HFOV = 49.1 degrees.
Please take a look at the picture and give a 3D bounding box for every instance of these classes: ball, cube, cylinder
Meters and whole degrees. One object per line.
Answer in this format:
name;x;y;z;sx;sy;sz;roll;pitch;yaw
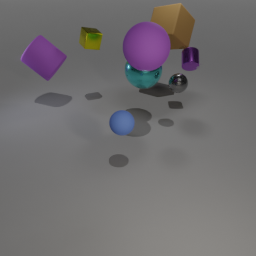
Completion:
ball;0.572;-2.162;10.385;1.400;1.400;1.400;0;28;0
ball;0.543;-2.387;8.248;1.400;1.400;1.400;0;28;0
ball;-0.170;-0.143;7.753;0.700;0.700;0.700;0;28;0
cube;-1.566;-3.742;11.715;0.700;0.700;0.700;-5;38;-31
cylinder;-3.614;-3.006;12.095;1.400;1.400;1.400;38;25;-15
cube;1.902;-4.407;12.358;1.400;1.400;1.400;11;-5;41
cylinder;2.517;-2.779;11.312;0.700;0.700;0.700;2;71;4
ball;1.806;-1.610;10.071;0.700;0.700;0.700;0;28;0
